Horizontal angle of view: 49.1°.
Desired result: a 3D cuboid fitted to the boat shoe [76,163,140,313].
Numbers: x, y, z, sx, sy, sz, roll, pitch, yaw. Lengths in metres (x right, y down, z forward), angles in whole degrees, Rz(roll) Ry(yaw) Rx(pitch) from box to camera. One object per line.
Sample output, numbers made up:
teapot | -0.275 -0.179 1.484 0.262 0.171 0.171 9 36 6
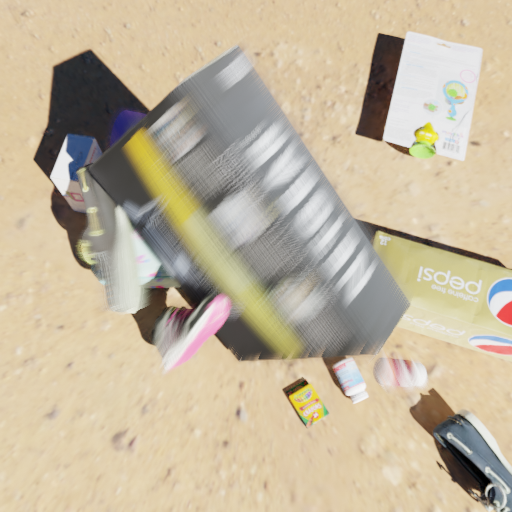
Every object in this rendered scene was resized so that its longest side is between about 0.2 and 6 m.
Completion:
boat shoe | -2.514 -0.319 9.456 0.841 0.996 2.793 -9 69 -4

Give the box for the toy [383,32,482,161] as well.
toy | 3.734 -3.332 11.996 1.683 0.690 2.923 15 66 3

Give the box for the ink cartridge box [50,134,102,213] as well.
ink cartridge box | -3.352 -1.561 10.884 0.582 1.375 0.994 10 68 4

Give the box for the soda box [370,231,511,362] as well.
soda box | 3.699 0.839 9.932 3.831 1.297 1.226 16 68 7

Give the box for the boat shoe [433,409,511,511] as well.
boat shoe | 3.831 3.657 8.990 0.747 0.904 2.415 -29 69 -13

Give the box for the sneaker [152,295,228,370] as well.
sneaker | -1.174 1.093 9.057 0.713 1.933 0.845 -24 71 -45

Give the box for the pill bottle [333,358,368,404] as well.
pill bottle | 1.674 2.198 9.863 0.397 0.397 0.729 -22 69 -9

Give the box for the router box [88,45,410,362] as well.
router box | -0.264 -0.358 8.354 1.111 3.345 4.254 -45 107 -33

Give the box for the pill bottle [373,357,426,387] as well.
pill bottle | 2.337 1.898 9.095 0.763 0.436 0.436 9 66 -19

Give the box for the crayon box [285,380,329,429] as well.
crayon box | 0.890 2.578 9.823 0.465 0.186 0.733 -29 70 -11

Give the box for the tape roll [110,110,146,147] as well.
tape roll | -2.455 -2.303 11.228 0.487 1.146 1.146 13 68 7

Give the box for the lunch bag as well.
lunch bag | -1.922 -0.316 10.463 2.205 0.850 1.769 -2 74 -10
